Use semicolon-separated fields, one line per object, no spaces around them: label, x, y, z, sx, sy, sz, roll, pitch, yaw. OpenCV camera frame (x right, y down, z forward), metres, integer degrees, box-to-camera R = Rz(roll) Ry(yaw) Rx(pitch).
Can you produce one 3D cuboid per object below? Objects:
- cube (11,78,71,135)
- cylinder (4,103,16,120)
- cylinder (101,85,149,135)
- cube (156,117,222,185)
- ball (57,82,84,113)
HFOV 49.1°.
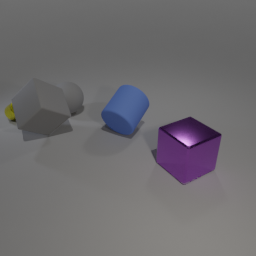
cube;-3.241;-0.754;10.463;1.400;1.400;1.400;18;42;-53
cylinder;-4.722;-0.748;11.795;0.700;0.700;0.700;-19;12;43
cylinder;-0.093;-0.697;10.787;1.400;1.400;1.400;18;59;27
cube;1.899;0.670;8.972;1.400;1.400;1.400;-18;35;-28
ball;-2.650;-1.330;12.300;1.400;1.400;1.400;0;31;0
